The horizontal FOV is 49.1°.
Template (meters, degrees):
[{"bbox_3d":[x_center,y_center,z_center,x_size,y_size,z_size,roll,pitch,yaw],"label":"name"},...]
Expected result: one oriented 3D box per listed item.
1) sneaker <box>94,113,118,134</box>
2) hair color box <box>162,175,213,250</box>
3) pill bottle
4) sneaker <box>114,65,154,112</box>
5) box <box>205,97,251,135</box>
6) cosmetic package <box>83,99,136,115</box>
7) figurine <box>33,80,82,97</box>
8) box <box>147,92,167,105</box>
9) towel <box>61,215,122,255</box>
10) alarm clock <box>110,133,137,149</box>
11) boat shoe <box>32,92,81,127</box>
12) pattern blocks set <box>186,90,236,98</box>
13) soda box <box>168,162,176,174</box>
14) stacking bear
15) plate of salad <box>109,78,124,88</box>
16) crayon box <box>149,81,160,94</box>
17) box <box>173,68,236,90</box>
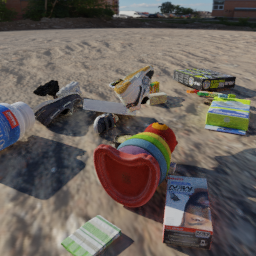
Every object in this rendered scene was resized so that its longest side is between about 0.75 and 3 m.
[{"bbox_3d":[-0.857,-0.233,11.236,0.625,0.617,1.574,1,23,16],"label":"sneaker"},{"bbox_3d":[1.404,1.915,6.718,1.037,0.598,1.870,4,27,8],"label":"hair color box"},{"bbox_3d":[-4.577,0.014,9.655,1.521,1.521,2.710,12,29,23],"label":"pill bottle"},{"bbox_3d":[0.379,-1.437,10.184,0.981,1.137,2.593,-18,20,36],"label":"sneaker"},{"bbox_3d":[4.330,-0.619,12.053,1.646,0.643,2.700,9,26,21],"label":"box"},{"bbox_3d":[-0.747,-0.899,12.228,1.959,0.506,1.477,8,2,17],"label":"cosmetic package"},{"bbox_3d":[-3.513,-1.876,14.181,1.952,0.840,1.905,5,17,10],"label":"figurine"},{"bbox_3d":[1.433,-1.481,14.072,0.998,0.474,0.388,-11,28,-20],"label":"box"},{"bbox_3d":[-0.791,2.435,6.175,0.835,0.172,1.120,19,33,39],"label":"towel"},{"bbox_3d":[0.024,0.483,9.963,0.844,0.417,1.252,21,34,38],"label":"alarm clock"},{"bbox_3d":[-2.985,-0.816,12.556,0.939,1.088,2.994,51,32,3],"label":"boat shoe"},{"bbox_3d":[4.155,-1.680,14.066,2.360,0.218,2.684,10,11,22],"label":"pattern blocks set"},{"bbox_3d":[1.045,1.167,8.680,0.834,0.265,0.285,11,27,21],"label":"soda box"},{"bbox_3d":[0.539,0.755,7.956,1.742,1.631,2.868,11,27,25],"label":"stacking bear"},{"bbox_3d":[-0.279,-2.625,16.564,1.701,0.409,1.701,-1,26,0],"label":"plate of salad"},{"bbox_3d":[1.357,-2.053,14.962,0.293,0.732,1.153,18,32,33],"label":"crayon box"},{"bbox_3d":[4.469,-2.971,16.740,2.392,0.661,2.986,-8,24,-22],"label":"box"}]
